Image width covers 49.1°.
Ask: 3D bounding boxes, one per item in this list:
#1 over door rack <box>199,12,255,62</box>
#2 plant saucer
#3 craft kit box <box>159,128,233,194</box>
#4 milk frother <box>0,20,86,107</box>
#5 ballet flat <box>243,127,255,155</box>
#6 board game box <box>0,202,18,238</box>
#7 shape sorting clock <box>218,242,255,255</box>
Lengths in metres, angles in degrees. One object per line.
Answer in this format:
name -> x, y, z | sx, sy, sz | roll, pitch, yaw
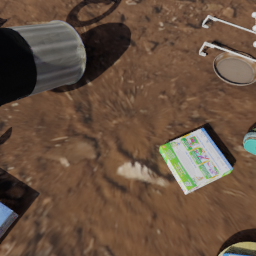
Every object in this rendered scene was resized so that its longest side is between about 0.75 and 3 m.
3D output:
over door rack -> 3.370, -2.754, 8.360 | 2.272, 0.757, 1.678 | 12, 52, 8
plant saucer -> 3.102, -1.678, 8.063 | 1.326, 0.213, 1.326 | 0, 57, 0
craft kit box -> 1.549, 0.731, 6.492 | 1.216, 0.299, 1.232 | -20, 59, -15
milk frother -> -2.791, -2.181, 6.342 | 2.618, 2.900, 2.728 | 21, 31, 25
ballet flat -> 3.764, 0.603, 6.309 | 2.217, 0.823, 0.823 | 32, 63, 16
board game box -> -3.618, 2.027, 5.561 | 1.956, 0.424, 1.946 | 26, 60, 16
shape sorting clock -> 2.308, 2.948, 5.029 | 1.677, 0.329, 1.677 | 0, 59, 1
